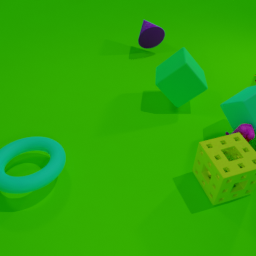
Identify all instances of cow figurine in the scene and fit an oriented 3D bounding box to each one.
[{"bbox_3d":[2.866,0.237,7.254,0.551,1.005,0.989,34,34,7],"label":"cow figurine"}]

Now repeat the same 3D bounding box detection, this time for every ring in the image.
[{"bbox_3d":[-2.368,0.818,6.603,1.776,0.355,1.776,-2,36,1],"label":"ring"}]

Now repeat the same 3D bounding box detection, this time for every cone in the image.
[{"bbox_3d":[0.798,-4.049,11.417,1.120,1.120,1.125,-11,61,-12],"label":"cone"}]

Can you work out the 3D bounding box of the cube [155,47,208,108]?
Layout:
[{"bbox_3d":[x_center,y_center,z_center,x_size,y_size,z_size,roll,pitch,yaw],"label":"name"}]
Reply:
[{"bbox_3d":[1.651,-1.578,8.803,1.143,1.143,1.143,-33,28,28],"label":"cube"}]

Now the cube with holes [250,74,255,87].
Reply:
[{"bbox_3d":[4.580,-1.236,8.969,0.927,0.927,0.927,-24,48,-24],"label":"cube with holes"}]

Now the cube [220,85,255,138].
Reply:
[{"bbox_3d":[3.374,-0.460,7.491,1.062,1.062,1.062,-31,6,-11],"label":"cube"}]

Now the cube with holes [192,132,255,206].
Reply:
[{"bbox_3d":[2.261,0.929,6.438,1.047,1.047,1.047,-13,45,-12],"label":"cube with holes"}]
